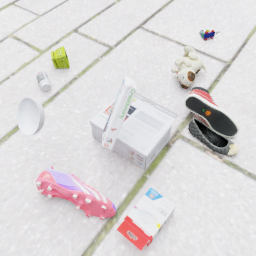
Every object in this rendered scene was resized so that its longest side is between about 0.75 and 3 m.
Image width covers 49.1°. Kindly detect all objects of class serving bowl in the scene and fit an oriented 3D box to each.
[{"bbox_3d":[-3.014,-0.366,8.872,1.213,1.213,0.399,42,25,26],"label":"serving bowl"}]

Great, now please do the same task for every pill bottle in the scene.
[{"bbox_3d":[-3.934,-2.178,13.076,0.530,0.530,0.931,-21,57,-15],"label":"pill bottle"}]

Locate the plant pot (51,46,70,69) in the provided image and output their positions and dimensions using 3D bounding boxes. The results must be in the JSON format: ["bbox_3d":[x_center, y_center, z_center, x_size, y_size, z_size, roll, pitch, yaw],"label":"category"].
[{"bbox_3d":[-3.375,-3.438,13.863,0.742,0.818,0.814,-14,55,-3],"label":"plant pot"}]

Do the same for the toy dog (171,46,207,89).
[{"bbox_3d":[2.821,-2.655,13.188,1.666,1.199,1.719,31,56,-10],"label":"toy dog"}]

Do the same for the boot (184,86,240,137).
[{"bbox_3d":[3.682,-0.795,11.904,2.549,0.923,1.839,39,33,4],"label":"boot"}]

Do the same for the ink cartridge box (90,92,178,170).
[{"bbox_3d":[0.288,-0.068,11.139,2.658,1.115,2.334,32,59,21],"label":"ink cartridge box"}]

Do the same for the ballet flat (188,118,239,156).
[{"bbox_3d":[3.355,0.388,11.108,2.219,0.630,0.737,32,60,21],"label":"ballet flat"}]

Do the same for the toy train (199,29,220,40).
[{"bbox_3d":[4.544,-5.258,15.449,1.119,0.474,0.647,-17,42,-12],"label":"toy train"}]

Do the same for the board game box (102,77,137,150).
[{"bbox_3d":[-0.308,-0.499,8.904,0.362,2.092,1.321,20,19,-10],"label":"board game box"}]

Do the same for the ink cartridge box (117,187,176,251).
[{"bbox_3d":[0.596,3.015,9.167,1.070,0.619,1.841,34,61,23],"label":"ink cartridge box"}]

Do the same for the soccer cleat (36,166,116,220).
[{"bbox_3d":[-1.723,2.146,9.664,2.992,0.998,1.144,17,38,10],"label":"soccer cleat"}]
